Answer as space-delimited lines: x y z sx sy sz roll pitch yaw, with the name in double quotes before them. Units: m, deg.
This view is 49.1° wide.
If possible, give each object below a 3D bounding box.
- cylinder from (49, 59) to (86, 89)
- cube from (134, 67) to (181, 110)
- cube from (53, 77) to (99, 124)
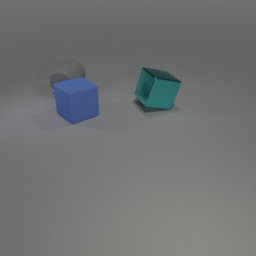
"cylinder" -3.055 -2.581 14.297 1.400 1.400 1.400 8 43 14
"cube" 1.328 -1.818 12.859 1.400 1.400 1.400 4 29 -27
"cube" -2.234 -1.231 12.169 1.400 1.400 1.400 -22 37 -33
